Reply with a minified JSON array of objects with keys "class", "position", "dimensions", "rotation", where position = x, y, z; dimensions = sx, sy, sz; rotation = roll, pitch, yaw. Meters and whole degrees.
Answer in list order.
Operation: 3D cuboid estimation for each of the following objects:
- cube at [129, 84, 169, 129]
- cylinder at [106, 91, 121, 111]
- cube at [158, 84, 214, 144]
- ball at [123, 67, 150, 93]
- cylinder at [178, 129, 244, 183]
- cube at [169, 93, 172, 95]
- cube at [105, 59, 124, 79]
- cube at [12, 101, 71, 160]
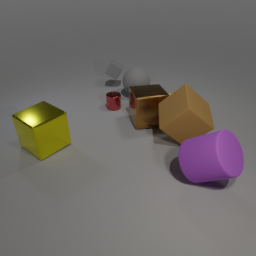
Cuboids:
[{"class":"cube","position":[0.861,-0.943,11.935],"dimensions":[1.400,1.400,1.400],"rotation":[-6,29,-11]},{"class":"cylinder","position":[-0.678,-1.277,13.229],"dimensions":[0.700,0.700,0.700],"rotation":[0,31,0]},{"class":"cube","position":[2.102,-0.458,10.323],"dimensions":[1.400,1.400,1.400],"rotation":[34,38,-27]},{"class":"ball","position":[0.426,-2.366,14.153],"dimensions":[1.400,1.400,1.400],"rotation":[0,31,0]},{"class":"cylinder","position":[2.495,0.877,8.456],"dimensions":[1.400,1.400,1.400],"rotation":[-21,9,47]},{"class":"cube","position":[2.068,-1.139,12.517],"dimensions":[0.700,0.700,0.700],"rotation":[-8,21,17]},{"class":"cube","position":[-0.721,-3.153,15.028],"dimensions":[0.700,0.700,0.700],"rotation":[27,27,-9]},{"class":"cube","position":[-3.140,0.051,10.297],"dimensions":[1.400,1.400,1.400],"rotation":[25,42,34]}]
